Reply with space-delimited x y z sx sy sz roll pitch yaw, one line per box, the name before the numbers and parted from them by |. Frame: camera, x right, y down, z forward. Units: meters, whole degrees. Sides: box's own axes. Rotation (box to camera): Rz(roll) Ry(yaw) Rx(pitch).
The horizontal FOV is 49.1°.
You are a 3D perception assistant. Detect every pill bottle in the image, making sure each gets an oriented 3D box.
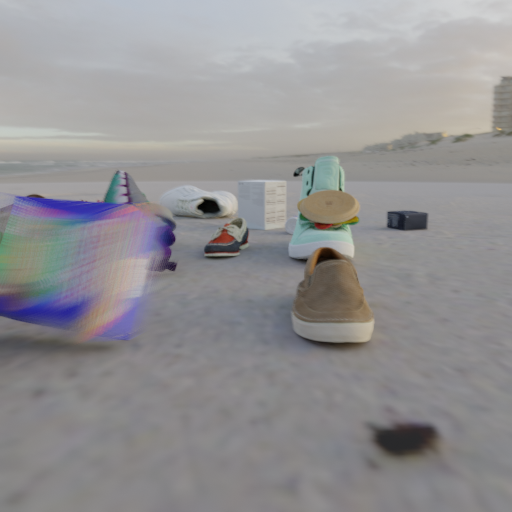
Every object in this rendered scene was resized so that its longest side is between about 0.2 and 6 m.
pill bottle | 1.011 -0.782 14.087 0.441 0.441 0.737 3 9 17

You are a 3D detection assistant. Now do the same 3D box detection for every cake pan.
cake pan | -2.489 -0.762 11.953 1.562 0.286 1.562 -3 -17 -1

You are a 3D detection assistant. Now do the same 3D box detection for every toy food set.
toy food set | 1.343 -0.864 10.374 1.142 0.278 1.130 -7 35 -2

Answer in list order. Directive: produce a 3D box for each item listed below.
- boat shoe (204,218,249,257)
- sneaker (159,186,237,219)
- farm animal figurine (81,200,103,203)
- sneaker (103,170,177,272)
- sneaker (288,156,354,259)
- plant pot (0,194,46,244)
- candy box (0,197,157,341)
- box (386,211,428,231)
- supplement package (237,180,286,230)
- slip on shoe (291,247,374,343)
boat shoe | -0.559 -0.360 11.140 0.681 0.598 1.913 4 12 14
sneaker | -1.992 -1.687 17.889 2.604 1.014 1.294 2 13 14
farm animal figurine | -4.454 -1.166 16.053 1.212 0.632 1.199 1 19 -40
sneaker | -2.012 -0.526 9.574 1.151 0.978 2.629 16 30 -24
sneaker | 1.228 -0.973 10.843 1.182 1.895 3.212 1 11 1
plant pot | -4.325 -0.403 10.031 1.212 1.212 1.200 5 18 27
candy box | -1.871 0.103 5.652 1.471 1.244 0.567 6 -16 19
box | 4.033 -0.951 14.993 0.770 0.460 0.783 -4 11 -23
supplement package | 0.157 -1.402 15.209 0.964 1.271 0.957 8 12 39
slip on shoe | 0.865 0.393 6.392 0.865 0.689 2.276 1 10 8
